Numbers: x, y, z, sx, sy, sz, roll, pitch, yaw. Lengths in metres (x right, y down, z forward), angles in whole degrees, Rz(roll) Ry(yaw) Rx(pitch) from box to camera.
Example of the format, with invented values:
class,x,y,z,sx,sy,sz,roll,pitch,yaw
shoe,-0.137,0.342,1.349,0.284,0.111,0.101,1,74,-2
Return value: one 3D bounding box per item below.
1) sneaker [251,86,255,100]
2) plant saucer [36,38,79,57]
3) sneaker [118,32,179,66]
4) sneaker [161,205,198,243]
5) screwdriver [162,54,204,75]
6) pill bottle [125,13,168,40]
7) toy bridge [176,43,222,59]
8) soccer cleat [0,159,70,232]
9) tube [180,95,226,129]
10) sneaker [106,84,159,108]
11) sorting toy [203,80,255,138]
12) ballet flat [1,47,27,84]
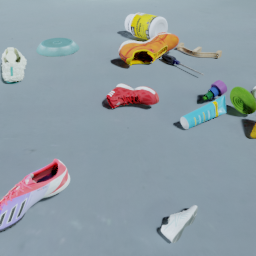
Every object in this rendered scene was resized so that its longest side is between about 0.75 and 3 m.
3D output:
class,x,y,z,sx,sy,sz,roll,pitch,yaw
sneaker,4.430,-1.157,8.663,1.949,0.759,0.968,-7,27,-25
plant saucer,-3.154,-3.682,12.543,1.906,0.343,1.906,0,34,0
sneaker,0.980,-3.075,11.340,2.861,1.044,1.103,-24,62,-24
sneaker,0.920,1.601,4.915,0.348,0.306,0.869,26,43,37
screwdriver,2.107,-2.399,10.735,0.334,0.320,2.293,11,21,-46
pill bottle,0.825,-4.959,13.673,1.158,1.158,2.059,-27,41,-33
toy bridge,2.955,-3.289,12.030,1.977,0.269,0.665,22,41,28
soccer cleat,-1.838,1.154,4.929,1.719,0.629,0.586,-32,53,-24
tube,2.091,-0.395,7.568,1.421,0.550,0.358,-24,35,-17
sneaker,0.051,-0.794,8.256,1.621,0.635,0.936,13,43,39
sorting toy,3.031,-0.479,7.694,0.882,0.888,2.561,-35,46,-10
ballet flat,-4.244,-2.512,10.410,0.932,0.932,2.598,-13,36,-17
